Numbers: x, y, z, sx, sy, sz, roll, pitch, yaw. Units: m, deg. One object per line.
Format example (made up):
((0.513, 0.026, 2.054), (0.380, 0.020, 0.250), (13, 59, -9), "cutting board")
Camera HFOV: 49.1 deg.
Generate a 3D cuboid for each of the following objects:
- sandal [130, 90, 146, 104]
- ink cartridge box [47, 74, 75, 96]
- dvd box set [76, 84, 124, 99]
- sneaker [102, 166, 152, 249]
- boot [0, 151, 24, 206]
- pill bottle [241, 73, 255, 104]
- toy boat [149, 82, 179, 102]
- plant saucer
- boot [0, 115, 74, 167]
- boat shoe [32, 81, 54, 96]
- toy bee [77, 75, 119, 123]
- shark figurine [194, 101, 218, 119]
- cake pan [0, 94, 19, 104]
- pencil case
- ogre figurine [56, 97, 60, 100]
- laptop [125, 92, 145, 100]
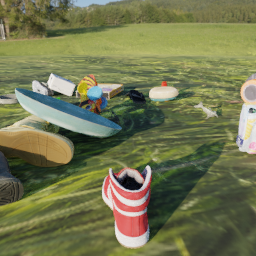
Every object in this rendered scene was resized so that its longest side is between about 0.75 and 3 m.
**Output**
((0.380, -1.423, 12.271), (0.537, 0.303, 1.414), (-7, 32, -19), "sandal")
((-3.274, -2.130, 13.697), (1.057, 0.610, 1.456), (20, 9, -26), "ink cartridge box")
((-1.325, -1.850, 13.848), (1.663, 0.334, 2.273), (5, 19, 14), "dvd box set")
((-0.051, 0.869, 4.361), (0.631, 0.996, 1.771), (-4, 18, -13), "sneaker")
((-2.829, 0.852, 5.012), (1.608, 0.642, 1.769), (3, 19, -41), "boot")
((5.626, -1.584, 11.289), (2.667, 1.417, 1.417), (-16, 24, -39), "pill bottle")
((1.620, -1.533, 12.504), (1.292, 0.714, 1.537), (-1, 25, 11), "toy boat")
((-1.597, -0.360, 7.524), (2.928, 0.401, 2.928), (22, 5, -2), "plant saucer")
((-2.055, 0.208, 6.815), (2.263, 0.824, 1.759), (3, 16, 17), "boot")
((-4.126, -1.908, 13.594), (0.575, 0.622, 1.684), (-7, 21, -38), "boat shoe")
((-1.327, -0.873, 9.473), (1.224, 1.474, 2.251), (-27, 33, -4), "toy bee")
((2.686, -0.498, 9.526), (0.902, 0.376, 0.539), (25, 29, -27), "shark figurine")
((-5.139, -1.272, 12.253), (1.164, 0.213, 1.164), (0, 18, 0), "cake pan")
((3.924, 0.071, 6.318), (2.759, 1.251, 1.147), (7, 42, 15), "pencil case")
((-2.800, -0.897, 10.729), (0.941, 0.462, 0.564), (1, 26, 44), "ogre figurine")
((0.314, -1.429, 13.025), (0.706, 0.411, 0.796), (-5, -7, -17), "laptop")
